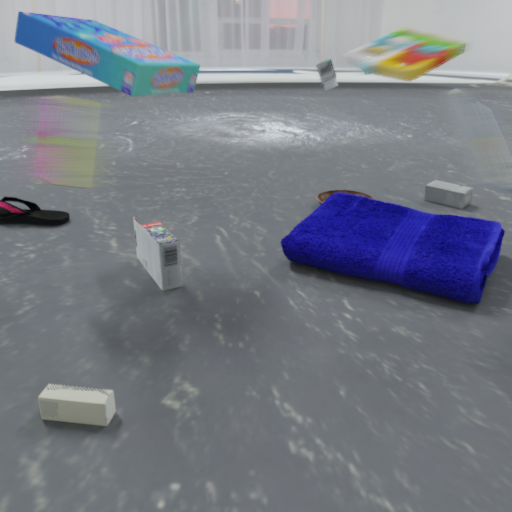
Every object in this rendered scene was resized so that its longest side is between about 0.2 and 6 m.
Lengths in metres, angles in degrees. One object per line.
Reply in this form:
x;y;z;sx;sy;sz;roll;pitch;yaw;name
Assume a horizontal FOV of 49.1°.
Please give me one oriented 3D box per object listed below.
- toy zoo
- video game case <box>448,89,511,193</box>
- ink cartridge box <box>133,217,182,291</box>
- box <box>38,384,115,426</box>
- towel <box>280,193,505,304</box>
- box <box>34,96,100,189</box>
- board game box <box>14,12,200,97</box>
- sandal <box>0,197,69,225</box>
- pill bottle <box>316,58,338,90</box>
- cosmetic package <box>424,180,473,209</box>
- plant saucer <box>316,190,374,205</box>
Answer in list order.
2.056;-2.843;7.927;1.630;0.167;1.069;-34;49;-31;toy zoo
3.647;-1.761;8.816;0.175;1.587;1.444;-28;-20;38;video game case
-1.827;-0.111;10.286;0.410;0.887;1.629;-11;26;-24;ink cartridge box
-2.134;1.777;6.686;0.840;0.345;0.287;5;24;7;box
2.666;-0.337;10.748;3.728;0.924;2.753;12;26;26;towel
-2.928;-1.752;8.613;0.618;1.279;1.125;3;11;-34;box
-2.510;-3.488;9.689;2.488;0.560;1.892;27;26;15;board game box
-5.445;-1.076;12.941;2.300;0.518;0.864;3;24;7;sandal
1.747;-4.459;13.749;0.388;0.686;0.388;-19;16;6;pill bottle
4.842;-1.559;14.135;1.046;0.472;0.559;23;36;37;cosmetic package
2.195;-1.328;13.874;1.407;0.242;1.407;0;23;0;plant saucer
